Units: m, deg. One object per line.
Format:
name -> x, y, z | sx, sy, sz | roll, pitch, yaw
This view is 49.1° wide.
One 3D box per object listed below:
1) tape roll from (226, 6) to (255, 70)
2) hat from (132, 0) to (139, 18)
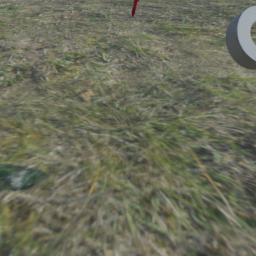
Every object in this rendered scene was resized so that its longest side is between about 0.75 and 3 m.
tape roll -> 2.278, -1.585, 4.950 | 1.051, 1.051, 0.347 | -10, -2, -15
hat -> 0.130, -3.655, 6.607 | 1.159, 1.091, 1.317 | -34, 45, 20
